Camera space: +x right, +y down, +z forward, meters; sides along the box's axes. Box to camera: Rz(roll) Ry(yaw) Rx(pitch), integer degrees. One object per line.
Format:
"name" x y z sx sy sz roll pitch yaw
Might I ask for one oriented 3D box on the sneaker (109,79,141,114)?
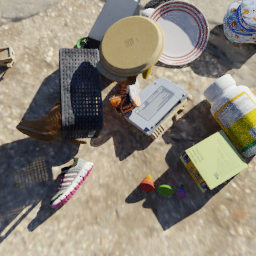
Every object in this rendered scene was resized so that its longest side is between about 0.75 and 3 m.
"sneaker" -0.204 -1.451 11.312 1.199 0.830 2.139 -25 41 23

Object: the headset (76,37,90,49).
"headset" -1.728 -3.687 12.253 1.162 0.546 0.717 11 72 16

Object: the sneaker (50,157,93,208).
"sneaker" -2.207 1.909 10.202 0.914 0.770 2.089 34 70 11

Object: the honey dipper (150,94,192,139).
"honey dipper" 1.748 -0.503 11.198 0.451 0.451 2.376 43 76 13

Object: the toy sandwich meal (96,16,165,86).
"toy sandwich meal" 0.104 -2.193 8.015 2.118 0.725 2.118 -5 72 14

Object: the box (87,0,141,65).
"box" -0.480 -3.779 11.405 1.257 2.198 2.414 20 71 7

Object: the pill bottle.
"pill bottle" 4.217 -0.523 10.562 1.658 1.658 2.940 -31 74 -10

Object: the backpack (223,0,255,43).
"backpack" 5.216 -4.645 12.104 2.023 1.636 2.124 -5 73 9

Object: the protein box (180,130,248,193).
"protein box" 3.076 1.241 10.240 1.605 1.083 1.593 -29 73 -9

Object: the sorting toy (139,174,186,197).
"sorting toy" 1.303 2.081 10.341 1.697 0.588 0.584 11 48 6

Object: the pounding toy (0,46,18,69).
"pounding toy" -5.092 -2.945 12.029 0.910 0.474 1.036 -13 71 -4

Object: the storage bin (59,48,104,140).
"storage bin" -1.608 -1.071 9.190 1.256 1.811 2.679 -1 76 -14

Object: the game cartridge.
"game cartridge" 1.031 -0.937 11.109 2.338 0.486 1.557 -45 53 -10

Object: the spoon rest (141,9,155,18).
"spoon rest" 1.560 -4.946 12.623 1.989 0.603 0.988 10 32 3

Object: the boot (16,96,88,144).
"boot" -2.733 -0.611 10.891 2.825 1.083 2.193 5 71 1

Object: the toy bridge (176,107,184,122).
"toy bridge" 2.110 -0.813 11.459 0.373 0.151 1.108 12 71 4

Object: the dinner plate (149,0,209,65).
"dinner plate" 2.093 -4.096 12.176 2.768 0.335 2.768 0 92 1

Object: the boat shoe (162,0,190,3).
"boat shoe" 2.047 -5.890 12.980 1.761 0.629 0.579 31 69 5
